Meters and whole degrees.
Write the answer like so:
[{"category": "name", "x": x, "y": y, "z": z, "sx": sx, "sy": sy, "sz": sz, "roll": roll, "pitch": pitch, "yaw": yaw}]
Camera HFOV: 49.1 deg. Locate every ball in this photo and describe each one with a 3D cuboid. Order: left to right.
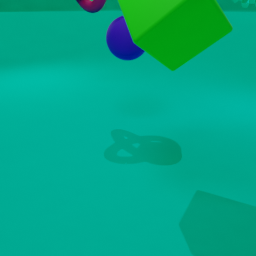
[{"category": "ball", "x": -0.006, "y": -2.047, "z": 6.388, "sx": 0.991, "sy": 0.991, "sz": 0.991, "roll": 0, "pitch": 25, "yaw": 0}]

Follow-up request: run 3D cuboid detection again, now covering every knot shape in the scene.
[{"category": "knot shape", "x": -0.757, "y": -3.653, "z": 6.620, "sx": 1.749, "sy": 1.869, "sz": 0.864, "roll": 0, "pitch": 67, "yaw": 10}]

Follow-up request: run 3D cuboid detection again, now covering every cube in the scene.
[{"category": "cube", "x": 0.677, "y": -1.768, "z": 4.221, "sx": 1.118, "sy": 1.118, "sz": 1.118, "roll": 19, "pitch": 46, "yaw": -50}]

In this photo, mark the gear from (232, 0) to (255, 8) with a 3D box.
[{"category": "gear", "x": 3.907, "y": -4.530, "z": 8.585, "sx": 1.594, "sy": 1.594, "sz": 0.295, "roll": 13, "pitch": 2, "yaw": 25}]
